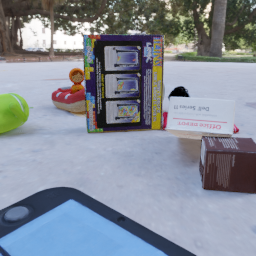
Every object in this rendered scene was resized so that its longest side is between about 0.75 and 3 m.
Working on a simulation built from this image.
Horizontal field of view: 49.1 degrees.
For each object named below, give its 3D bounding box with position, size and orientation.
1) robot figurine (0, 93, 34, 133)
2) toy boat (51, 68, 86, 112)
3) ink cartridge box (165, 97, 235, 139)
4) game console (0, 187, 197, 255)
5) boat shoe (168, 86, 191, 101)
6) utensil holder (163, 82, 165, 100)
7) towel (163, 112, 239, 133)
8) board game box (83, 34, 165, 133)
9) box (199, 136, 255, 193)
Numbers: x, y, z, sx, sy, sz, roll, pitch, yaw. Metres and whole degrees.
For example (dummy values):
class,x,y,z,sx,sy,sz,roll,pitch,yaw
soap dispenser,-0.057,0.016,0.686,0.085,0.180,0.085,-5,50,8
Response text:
class,x,y,z,sx,sy,sz,roll,pitch,yaw
robot figurine,-3.785,-0.431,8.322,1.680,1.107,1.914,8,19,28
toy boat,-2.006,-1.597,11.294,1.635,1.638,2.506,-17,23,-41
ink cartridge box,1.728,-0.183,6.601,1.418,0.815,2.421,5,-4,17
game console,-0.873,1.558,2.709,2.909,0.451,2.572,14,21,41
boat shoe,1.847,-1.094,10.015,0.869,0.771,2.326,10,28,16
utensil holder,0.327,-1.483,11.180,1.588,1.588,1.869,-11,22,-34
towel,2.253,-0.206,9.092,2.270,0.255,1.641,2,17,8
board game box,-0.144,-1.343,8.411,2.322,2.809,0.796,-2,15,-11
box,1.853,0.645,5.193,0.962,0.790,0.798,3,17,10
